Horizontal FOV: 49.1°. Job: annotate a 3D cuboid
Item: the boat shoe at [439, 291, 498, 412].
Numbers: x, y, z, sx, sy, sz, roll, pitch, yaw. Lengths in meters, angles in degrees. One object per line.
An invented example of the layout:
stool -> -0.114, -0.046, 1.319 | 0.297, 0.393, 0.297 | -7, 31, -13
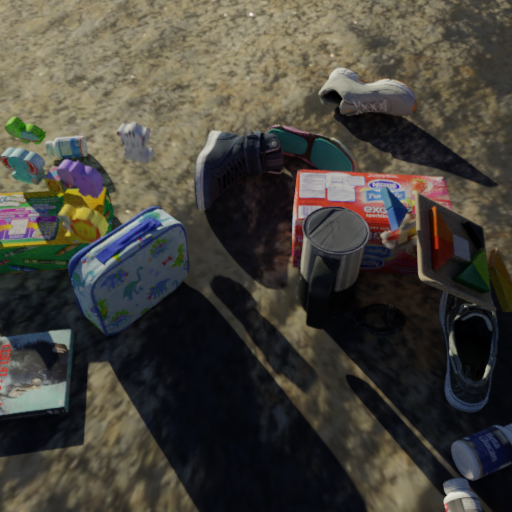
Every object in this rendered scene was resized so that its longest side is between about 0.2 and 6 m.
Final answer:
boat shoe -> 3.607, 1.228, 9.230 | 0.957, 0.942, 2.656 | 8, 49, 7

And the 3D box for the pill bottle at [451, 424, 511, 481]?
pill bottle -> 3.402, 2.795, 8.097 | 1.007, 0.559, 0.559 | -16, 50, -15

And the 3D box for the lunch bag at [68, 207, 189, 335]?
lunch bag -> -2.122, 0.210, 9.644 | 0.860, 1.677, 2.086 | 35, 58, 26

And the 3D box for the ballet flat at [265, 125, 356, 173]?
ballet flat -> 1.319, -2.467, 12.727 | 2.312, 0.799, 0.823 | 24, 33, 20

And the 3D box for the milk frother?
milk frother -> 1.668, 0.356, 9.469 | 1.864, 1.753, 1.682 | 0, 49, 0

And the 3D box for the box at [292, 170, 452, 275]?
box -> 2.122, -0.626, 10.593 | 2.845, 1.358, 1.418 | 3, 48, 3

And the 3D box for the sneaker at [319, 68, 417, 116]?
sneaker -> 2.683, -3.787, 13.836 | 2.485, 0.941, 1.143 | 24, 60, 29

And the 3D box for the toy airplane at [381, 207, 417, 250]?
toy airplane -> 2.511, -0.372, 9.401 | 0.572, 0.807, 0.811 | 43, 31, 25

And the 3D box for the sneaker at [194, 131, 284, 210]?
sneaker -> -0.332, -1.865, 11.988 | 1.755, 0.924, 2.429 | 6, 47, 9

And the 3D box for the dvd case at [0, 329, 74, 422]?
dvd case -> -4.061, 1.964, 9.065 | 2.065, 0.227, 1.508 | -6, 49, -4

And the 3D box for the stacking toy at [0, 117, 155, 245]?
stacking toy -> -3.964, -1.632, 10.768 | 3.505, 0.824, 2.643 | 11, 51, 12

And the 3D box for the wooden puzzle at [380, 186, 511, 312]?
wooden puzzle -> 3.233, -0.103, 9.004 | 2.838, 0.332, 1.914 | 14, 58, -30

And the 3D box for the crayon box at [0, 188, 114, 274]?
crayon box -> -4.168, -0.504, 10.897 | 2.560, 0.746, 1.521 | -4, 49, -4

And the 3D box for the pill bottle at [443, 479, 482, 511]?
pill bottle -> 2.814, 3.476, 7.564 | 0.456, 0.456, 0.823 | -3, 48, -3

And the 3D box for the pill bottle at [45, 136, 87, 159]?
pill bottle -> -4.348, -2.481, 12.845 | 0.853, 0.479, 0.479 | -5, 49, -3
